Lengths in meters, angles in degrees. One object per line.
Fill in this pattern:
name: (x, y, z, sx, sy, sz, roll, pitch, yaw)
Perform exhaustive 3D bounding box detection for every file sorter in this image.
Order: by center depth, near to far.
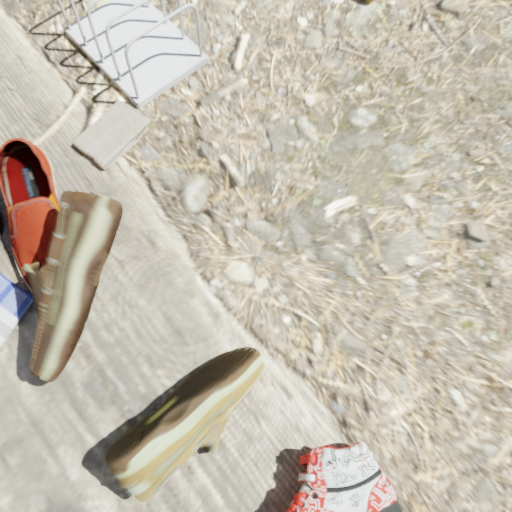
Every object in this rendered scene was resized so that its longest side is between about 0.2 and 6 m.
file sorter: (-2.463, -4.588, 10.840, 1.778, 1.595, 2.562, -39, 72, -15)

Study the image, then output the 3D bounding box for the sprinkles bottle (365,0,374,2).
sprinkles bottle: (2.870, -5.989, 12.041, 1.379, 0.470, 0.470, -37, 72, -14)

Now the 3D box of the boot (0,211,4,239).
boot: (-4.831, -0.618, 8.773, 0.767, 2.240, 2.108, -2, 67, -1)

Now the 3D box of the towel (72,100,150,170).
towel: (-2.715, -2.309, 10.607, 0.883, 0.230, 1.332, 37, 72, 16)

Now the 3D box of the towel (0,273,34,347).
towel: (-4.504, 1.132, 8.473, 0.254, 1.565, 2.130, 12, 62, 38)

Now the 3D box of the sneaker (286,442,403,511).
sneaker: (0.695, 3.516, 7.791, 2.477, 0.827, 1.328, -20, 67, -12)

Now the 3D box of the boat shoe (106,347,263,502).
boat shoe: (-0.855, 2.458, 8.283, 2.692, 0.965, 1.025, -35, 105, -23)

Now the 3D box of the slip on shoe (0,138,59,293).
slip on shoe: (-3.679, -0.594, 9.388, 1.139, 0.941, 3.075, -17, 78, -8)

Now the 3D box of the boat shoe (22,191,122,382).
boat shoe: (-3.023, 0.400, 8.600, 1.084, 1.082, 2.931, 19, 83, -7)
